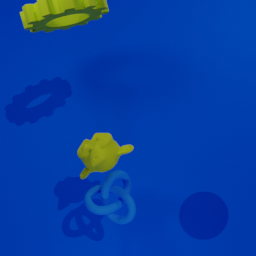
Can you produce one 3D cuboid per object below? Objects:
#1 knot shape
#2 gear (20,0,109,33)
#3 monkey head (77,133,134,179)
[{"bbox_3d":[-0.387,1.439,5.728,1.016,0.501,1.085,-4,75,-8],"label":"knot shape"},{"bbox_3d":[-1.310,-2.426,5.899,1.779,1.779,0.329,-15,101,-6],"label":"gear"},{"bbox_3d":[-0.528,0.608,5.650,1.305,0.786,0.939,-30,32,3],"label":"monkey head"}]
